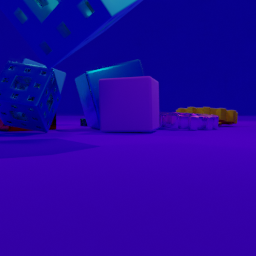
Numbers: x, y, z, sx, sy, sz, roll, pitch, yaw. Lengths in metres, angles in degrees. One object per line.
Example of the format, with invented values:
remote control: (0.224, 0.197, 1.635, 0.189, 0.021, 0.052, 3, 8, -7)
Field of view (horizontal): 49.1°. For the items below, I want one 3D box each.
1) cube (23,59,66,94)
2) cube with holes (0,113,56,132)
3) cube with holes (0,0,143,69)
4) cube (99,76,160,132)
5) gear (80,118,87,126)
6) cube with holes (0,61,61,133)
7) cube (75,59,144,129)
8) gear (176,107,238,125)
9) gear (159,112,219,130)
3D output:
cube: (-2.828, -1.113, 8.755, 1.283, 1.283, 1.283, 18, -28, -18)
cube with holes: (-2.301, -0.491, 6.055, 1.055, 1.055, 1.055, 2, 4, 43)
cube with holes: (-0.636, -1.761, 3.304, 1.295, 1.295, 1.295, -20, 23, 45)
cube: (0.056, -0.426, 5.270, 0.941, 0.941, 0.941, -1, 3, 14)
gear: (-0.843, -0.182, 8.524, 1.186, 0.219, 1.186, 0, 3, 0)
cube with holes: (-1.727, -0.524, 4.844, 0.802, 0.802, 0.802, 10, -31, 4)
cube: (-0.364, -0.750, 6.486, 1.257, 1.257, 1.257, -17, 9, -19)
gear: (2.284, -0.329, 8.220, 1.714, 0.317, 1.714, 4, -4, 0)
gear: (1.289, -0.182, 6.528, 1.537, 0.284, 1.537, 2, 7, 0)
